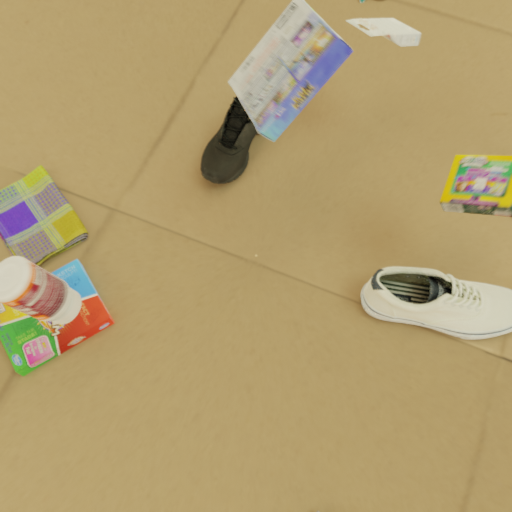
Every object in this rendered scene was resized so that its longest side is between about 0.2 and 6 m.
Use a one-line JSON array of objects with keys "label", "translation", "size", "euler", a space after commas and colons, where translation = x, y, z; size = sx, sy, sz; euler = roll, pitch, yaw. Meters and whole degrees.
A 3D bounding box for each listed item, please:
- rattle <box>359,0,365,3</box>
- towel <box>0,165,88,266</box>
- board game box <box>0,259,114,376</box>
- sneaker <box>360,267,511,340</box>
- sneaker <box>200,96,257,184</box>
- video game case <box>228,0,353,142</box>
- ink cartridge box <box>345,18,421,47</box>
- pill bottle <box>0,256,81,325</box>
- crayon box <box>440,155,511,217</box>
[{"label": "rattle", "translation": [2.873, -6.513, 13.437], "size": [0.943, 0.674, 0.614], "euler": [-10, 85, -11]}, {"label": "towel", "translation": [-4.375, -0.740, 11.047], "size": [1.472, 0.233, 2.049], "euler": [-32, 70, -13]}, {"label": "board game box", "translation": [-3.719, 1.087, 10.148], "size": [1.823, 0.368, 1.395], "euler": [-31, 69, -13]}, {"label": "sneaker", "translation": [3.389, 0.812, 9.890], "size": [2.980, 1.055, 1.088], "euler": [3, 66, 2]}, {"label": "sneaker", "translation": [-0.365, -2.635, 11.389], "size": [0.988, 1.181, 2.602], "euler": [25, 69, 9]}, {"label": "video game case", "translation": [0.431, -2.734, 8.155], "size": [1.665, 0.378, 1.509], "euler": [-46, 44, 23]}, {"label": "ink cartridge box", "translation": [2.235, -3.971, 9.972], "size": [1.086, 0.257, 0.869], "euler": [-12, 43, -21]}, {"label": "pill bottle", "translation": [-3.132, 0.539, 8.061], "size": [0.677, 1.235, 0.677], "euler": [-10, 61, 20]}, {"label": "crayon box", "translation": [3.536, -1.112, 8.717], "size": [1.072, 0.313, 0.925], "euler": [10, 67, 38]}]
